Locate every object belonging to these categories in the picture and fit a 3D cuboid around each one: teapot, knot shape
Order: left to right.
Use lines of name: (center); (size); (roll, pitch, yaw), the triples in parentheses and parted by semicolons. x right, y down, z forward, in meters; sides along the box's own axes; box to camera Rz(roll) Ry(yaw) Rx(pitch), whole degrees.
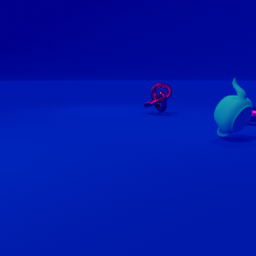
knot shape: (1.280, -1.162, 11.361); (0.615, 1.330, 1.245); (34, 14, -31)
teapot: (2.549, -0.427, 6.895); (0.968, 1.557, 0.762); (-14, 38, -33)

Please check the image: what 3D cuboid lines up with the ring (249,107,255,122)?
ring: (4.519, -0.476, 9.692); (2.074, 0.415, 2.074); (1, 7, 0)
